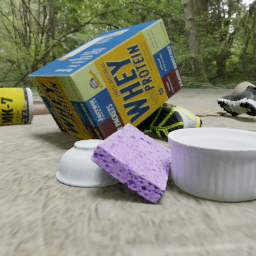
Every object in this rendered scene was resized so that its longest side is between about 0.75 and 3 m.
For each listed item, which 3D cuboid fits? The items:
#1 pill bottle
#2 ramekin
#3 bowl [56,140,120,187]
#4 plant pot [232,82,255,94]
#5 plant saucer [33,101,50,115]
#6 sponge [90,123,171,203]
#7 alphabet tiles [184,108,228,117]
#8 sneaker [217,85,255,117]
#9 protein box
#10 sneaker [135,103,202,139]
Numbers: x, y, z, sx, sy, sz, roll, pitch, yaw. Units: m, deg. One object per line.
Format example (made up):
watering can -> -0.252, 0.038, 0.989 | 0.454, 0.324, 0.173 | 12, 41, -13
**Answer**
pill bottle -> -4.299, -0.714, 9.248 | 2.112, 1.207, 1.207 | -5, 11, -26
ramekin -> 1.283, 0.455, 3.936 | 1.451, 0.707, 1.451 | 0, 10, 0
bowl -> -0.559, 0.484, 4.382 | 1.137, 0.511, 1.137 | -1, 9, 0
plant pot -> 6.285, -1.513, 14.227 | 1.350, 1.350, 1.442 | -3, 23, -15
plant saucer -> -4.425, -0.946, 12.834 | 2.582, 0.472, 2.582 | 0, 9, 0
sponge -> 0.166, 0.412, 4.178 | 0.986, 0.263, 1.767 | 34, 15, 5
alphabet tiles -> 2.932, -0.719, 12.600 | 2.761, 0.087, 2.297 | 7, 11, 35
sneaker -> 4.509, -1.085, 10.883 | 1.179, 0.866, 2.606 | -44, 12, -4
protein box -> -0.590, -1.211, 7.214 | 2.688, 1.813, 2.668 | -39, 29, -25
sneaker -> 0.885, -0.246, 7.766 | 1.027, 1.014, 2.688 | 5, 15, -31
